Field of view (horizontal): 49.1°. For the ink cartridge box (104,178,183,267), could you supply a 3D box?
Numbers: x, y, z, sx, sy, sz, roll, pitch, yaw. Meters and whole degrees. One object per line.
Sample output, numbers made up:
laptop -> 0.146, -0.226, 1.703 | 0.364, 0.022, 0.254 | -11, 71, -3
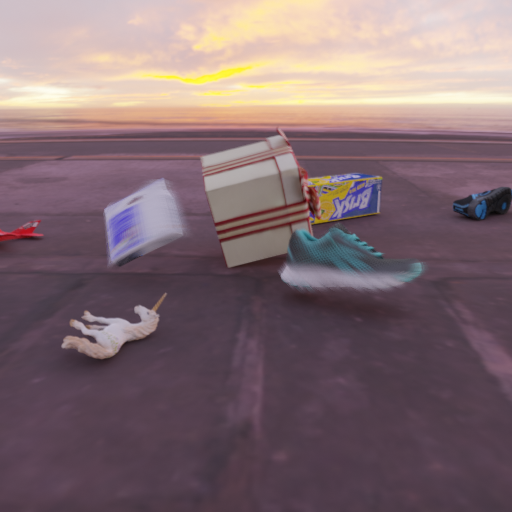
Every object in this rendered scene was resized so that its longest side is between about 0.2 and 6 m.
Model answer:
ink cartridge box -> -1.932, -0.576, 9.481 | 1.234, 0.270, 1.246 | -26, 53, 8

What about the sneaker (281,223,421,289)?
sneaker -> 1.337, -0.010, 8.201 | 2.086, 0.951, 0.809 | 1, 2, 23

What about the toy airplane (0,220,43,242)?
toy airplane -> -5.352, -0.439, 11.759 | 1.871, 0.344, 1.871 | -4, 13, 1

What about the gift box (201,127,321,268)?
gift box -> 0.103, -1.124, 10.185 | 1.906, 2.041, 1.884 | -13, 37, -1

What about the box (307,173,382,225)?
box -> 1.772, -1.423, 13.909 | 2.876, 1.008, 0.925 | -11, 20, -32

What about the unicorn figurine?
unicorn figurine -> -1.796, 0.933, 7.027 | 0.916, 0.492, 1.333 | 12, 32, 7

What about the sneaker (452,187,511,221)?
sneaker -> 5.884, -1.420, 14.422 | 1.982, 0.726, 0.812 | -13, 21, -37
